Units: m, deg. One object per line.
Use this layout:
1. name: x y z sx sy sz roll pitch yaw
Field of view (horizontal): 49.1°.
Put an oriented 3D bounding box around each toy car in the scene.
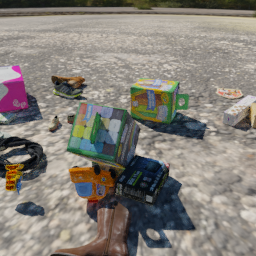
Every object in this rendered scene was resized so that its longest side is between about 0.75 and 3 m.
1. toy car: -1.756 1.517 7.477 2.810 1.378 0.935 -3 71 12

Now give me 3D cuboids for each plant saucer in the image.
1. plant saucer: -4.738 0.393 9.880 1.283 0.322 1.283 0 28 0

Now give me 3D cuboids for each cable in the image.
1. cable: -3.550 0.847 8.964 1.990 0.506 1.624 16 24 22

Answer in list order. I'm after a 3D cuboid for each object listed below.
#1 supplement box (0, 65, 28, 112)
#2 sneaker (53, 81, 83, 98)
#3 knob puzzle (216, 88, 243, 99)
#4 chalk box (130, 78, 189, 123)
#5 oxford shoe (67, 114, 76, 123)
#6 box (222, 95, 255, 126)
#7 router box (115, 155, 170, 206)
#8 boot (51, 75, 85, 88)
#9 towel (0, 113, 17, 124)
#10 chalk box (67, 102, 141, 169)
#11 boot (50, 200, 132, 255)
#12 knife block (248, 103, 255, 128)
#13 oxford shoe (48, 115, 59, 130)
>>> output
1. supplement box: -5.569 -1.917 13.111 1.339 1.368 2.647 -10 28 -20
2. sneaker: -3.003 -1.928 13.859 1.655 0.670 0.611 9 29 17
3. knob puzzle: 5.106 -1.771 14.069 1.465 0.203 1.465 0 28 0
4. chalk box: 1.359 -1.139 11.604 2.255 1.403 1.396 9 29 19
5. oxford shoe: -2.059 -0.413 11.394 0.839 0.314 0.296 -9 29 -16
6. box: 4.806 -0.773 11.872 0.488 0.523 2.524 24 37 36
7. router box: 0.440 1.401 7.831 1.102 0.457 1.470 12 30 21
8. boot: -3.236 -2.588 15.241 1.595 0.588 1.234 23 35 16
9. towel: -5.285 -0.408 11.609 1.059 0.163 0.790 2 26 8
10. chalk box: -0.690 0.218 7.821 1.430 1.437 2.309 11 -13 18
11. boot: -0.711 2.260 6.102 1.607 0.554 1.724 12 31 -5
12. knife block: 5.692 -0.358 11.032 1.551 0.565 1.767 7 28 12
13. oxford shoe: -2.937 -0.201 10.984 0.311 0.324 0.878 1 28 2
